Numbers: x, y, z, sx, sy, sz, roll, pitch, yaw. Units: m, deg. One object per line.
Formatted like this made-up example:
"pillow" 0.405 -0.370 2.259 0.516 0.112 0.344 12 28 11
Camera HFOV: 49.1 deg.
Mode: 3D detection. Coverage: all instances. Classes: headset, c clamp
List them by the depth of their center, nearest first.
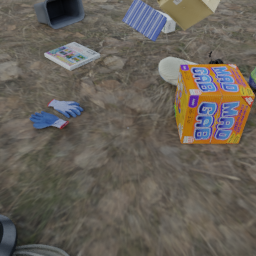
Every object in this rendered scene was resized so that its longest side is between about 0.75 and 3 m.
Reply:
"c clamp" -2.166 3.010 4.522 2.262 0.359 2.648 13 42 15
"headset" 3.456 -2.597 11.061 0.597 0.454 0.967 -12 53 -15

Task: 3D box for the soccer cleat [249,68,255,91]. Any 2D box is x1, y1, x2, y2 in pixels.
"soccer cleat" 5.160 -1.363 9.176 2.392 1.001 0.773 30 49 31

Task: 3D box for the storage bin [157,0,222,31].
"storage bin" 1.823 -3.871 8.523 0.653 1.384 1.394 -61 22 -17

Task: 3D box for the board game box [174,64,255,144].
"board game box" 2.278 -0.690 7.893 1.624 1.624 1.625 0 40 0

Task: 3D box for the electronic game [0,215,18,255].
"electronic game" -2.992 2.333 5.085 1.943 0.404 1.943 -9 29 5

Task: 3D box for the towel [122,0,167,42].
"towel" 0.519 -3.214 8.343 1.162 0.841 0.139 30 -4 -10

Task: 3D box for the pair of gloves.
"pair of gloves" -2.228 -0.418 8.717 1.266 0.179 1.575 16 42 21

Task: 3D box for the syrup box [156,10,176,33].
"syrup box" 1.663 -5.440 14.268 0.655 0.633 1.608 -25 46 -27

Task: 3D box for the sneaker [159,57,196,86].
"sneaker" 2.350 -1.698 9.715 2.725 0.979 0.988 27 6 16

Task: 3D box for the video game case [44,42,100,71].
"video game case" -2.345 -3.061 11.803 1.765 0.209 1.607 32 50 31

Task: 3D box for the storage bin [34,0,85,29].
"storage bin" -3.745 -6.310 14.709 1.542 1.671 2.296 20 43 37
